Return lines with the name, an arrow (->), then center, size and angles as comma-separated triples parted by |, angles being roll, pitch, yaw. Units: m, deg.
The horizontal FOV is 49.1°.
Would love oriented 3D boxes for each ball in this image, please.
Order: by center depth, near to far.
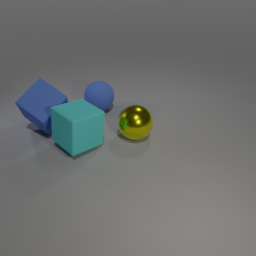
ball -> 0.295, -0.219, 11.047 | 1.400, 1.400, 1.400 | 0, 32, 0
ball -> -1.340, -1.492, 13.062 | 1.400, 1.400, 1.400 | 0, 32, 0

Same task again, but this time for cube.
cube -> -1.857, -0.072, 10.334 | 1.400, 1.400, 1.400 | -22, 40, -40
cube -> -3.338, -0.842, 11.217 | 1.400, 1.400, 1.400 | 35, 70, 7
